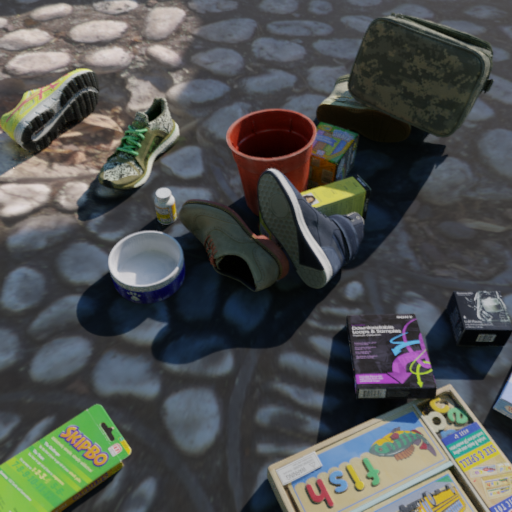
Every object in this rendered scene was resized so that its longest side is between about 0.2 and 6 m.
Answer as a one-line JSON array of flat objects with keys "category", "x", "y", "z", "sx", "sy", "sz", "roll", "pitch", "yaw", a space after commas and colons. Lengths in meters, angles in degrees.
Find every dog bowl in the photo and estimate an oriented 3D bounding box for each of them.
[{"category": "dog bowl", "x": -2.119, "y": 0.215, "z": 10.941, "sx": 1.433, "sy": 0.565, "sz": 1.433, "roll": 0, "pitch": 49, "yaw": 0}]

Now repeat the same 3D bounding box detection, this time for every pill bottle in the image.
[{"category": "pill bottle", "x": -1.938, "y": -1.061, "z": 11.931, "sx": 0.423, "sy": 0.750, "sz": 0.423, "roll": 0, "pitch": 49, "yaw": 0}]

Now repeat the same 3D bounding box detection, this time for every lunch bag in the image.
[{"category": "lunch bag", "x": 3.962, "y": -4.414, "z": 13.298, "sx": 3.019, "sy": 2.103, "sz": 2.532, "roll": 29, "pitch": 33, "yaw": 18}]

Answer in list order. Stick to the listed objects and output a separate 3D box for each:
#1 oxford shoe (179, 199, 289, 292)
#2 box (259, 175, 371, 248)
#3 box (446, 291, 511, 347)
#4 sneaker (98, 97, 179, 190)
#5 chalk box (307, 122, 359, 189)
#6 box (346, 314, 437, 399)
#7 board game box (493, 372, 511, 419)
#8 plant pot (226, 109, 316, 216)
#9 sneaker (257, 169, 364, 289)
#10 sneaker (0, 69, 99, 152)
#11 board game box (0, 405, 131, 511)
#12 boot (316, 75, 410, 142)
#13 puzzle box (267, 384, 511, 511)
[{"category": "oxford shoe", "x": -0.657, "y": -0.259, "z": 11.001, "sx": 2.682, "sy": 0.945, "sz": 1.003, "roll": 32, "pitch": 45, "yaw": 25}, {"category": "box", "x": 1.235, "y": -0.908, "z": 11.737, "sx": 2.337, "sy": 0.879, "sz": 0.586, "roll": -20, "pitch": 49, "yaw": -15}, {"category": "box", "x": 4.037, "y": 1.136, "z": 10.162, "sx": 0.884, "sy": 0.548, "sz": 0.869, "roll": 0, "pitch": 47, "yaw": 0}, {"category": "sneaker", "x": -2.807, "y": -2.701, "z": 13.005, "sx": 1.112, "sy": 1.281, "sz": 2.891, "roll": 16, "pitch": 51, "yaw": 13}, {"category": "chalk box", "x": 1.690, "y": -2.344, "z": 12.896, "sx": 0.992, "sy": 0.997, "sz": 1.603, "roll": 23, "pitch": 52, "yaw": 18}, {"category": "box", "x": 2.246, "y": 1.668, "z": 9.560, "sx": 1.264, "sy": 0.319, "sz": 1.769, "roll": -2, "pitch": 34, "yaw": 3}, {"category": "board game box", "x": 5.384, "y": 2.065, "z": 9.398, "sx": 1.883, "sy": 0.456, "sz": 2.490, "roll": 29, "pitch": 56, "yaw": 22}, {"category": "plant pot", "x": 0.369, "y": -1.850, "z": 11.872, "sx": 1.820, "sy": 1.770, "sz": 1.820, "roll": -3, "pitch": 45, "yaw": 3}, {"category": "sneaker", "x": 1.116, "y": -0.770, "z": 10.904, "sx": 1.732, "sy": 0.911, "sz": 2.397, "roll": -32, "pitch": 97, "yaw": -39}, {"category": "sneaker", "x": -5.224, "y": -3.901, "z": 14.161, "sx": 1.345, "sy": 1.164, "sz": 2.978, "roll": 23, "pitch": 53, "yaw": 22}, {"category": "board game box", "x": -3.097, "y": 3.292, "z": 8.431, "sx": 2.276, "sy": 0.341, "sz": 1.087, "roll": -33, "pitch": 57, "yaw": -22}, {"category": "boot", "x": 2.923, "y": -3.852, "z": 14.335, "sx": 2.374, "sy": 0.856, "sz": 1.836, "roll": 17, "pitch": 49, "yaw": 15}, {"category": "puzzle box", "x": 2.117, "y": 3.485, "z": 8.177, "sx": 3.374, "sy": 0.429, "sz": 2.245, "roll": -19, "pitch": 52, "yaw": -16}]
